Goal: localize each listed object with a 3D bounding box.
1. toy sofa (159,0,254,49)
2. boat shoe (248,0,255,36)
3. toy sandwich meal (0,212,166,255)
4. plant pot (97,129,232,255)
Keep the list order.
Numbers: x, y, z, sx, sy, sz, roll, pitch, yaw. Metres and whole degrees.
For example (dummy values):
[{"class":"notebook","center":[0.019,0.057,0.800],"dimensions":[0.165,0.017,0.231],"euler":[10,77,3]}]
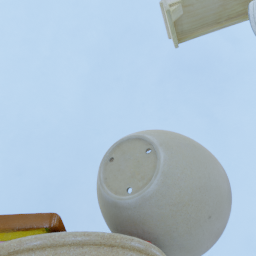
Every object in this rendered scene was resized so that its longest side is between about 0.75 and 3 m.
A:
[{"class":"toy sofa","center":[1.867,-2.676,6.101],"dimensions":[2.235,0.925,1.090],"euler":[-17,39,10]},{"class":"boat shoe","center":[2.733,-1.403,4.173],"dimensions":[2.252,0.722,0.830],"euler":[18,65,-22]},{"class":"toy sandwich meal","center":[-0.954,1.843,3.691],"dimensions":[3.009,3.009,1.031],"euler":[-10,43,-3]},{"class":"plant pot","center":[0.331,0.847,4.232],"dimensions":[2.101,1.411,2.101],"euler":[-17,53,24]}]
